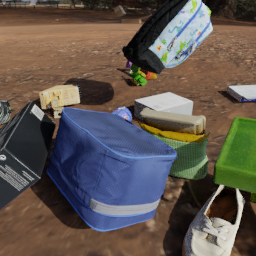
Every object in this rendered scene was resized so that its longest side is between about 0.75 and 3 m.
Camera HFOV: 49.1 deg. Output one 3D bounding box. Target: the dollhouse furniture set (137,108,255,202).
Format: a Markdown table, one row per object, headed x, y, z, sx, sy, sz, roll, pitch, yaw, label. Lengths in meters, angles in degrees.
| x | y | z | sx | sy | sz | roll | pitch | yaw | label |
| --- | --- | --- | --- | --- | --- | --- | --- | --- | --- |
| 1.441 | 0.850 | 5.977 | 2.997 | 1.963 | 1.504 | 10 | 44 | 26 | dollhouse furniture set |

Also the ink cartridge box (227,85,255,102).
| x | y | z | sx | sy | sz | roll | pitch | yaw | label |
| --- | --- | --- | --- | --- | --- | --- | --- | --- | --- |
| 5.583 | -1.463 | 12.344 | 1.766 | 0.359 | 1.769 | -3 | 26 | -6 | ink cartridge box |

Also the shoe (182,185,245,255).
| x | y | z | sx | sy | sz | roll | pitch | yaw | label |
| --- | --- | --- | --- | --- | --- | --- | --- | --- | --- |
| 1.666 | 1.724 | 5.303 | 0.830 | 0.634 | 2.375 | 14 | 29 | 28 | shoe |

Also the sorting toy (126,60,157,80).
| x | y | z | sx | sy | sz | roll | pitch | yaw | label |
| --- | --- | --- | --- | --- | --- | --- | --- | --- | --- |
| 0.803 | -3.256 | 15.890 | 0.932 | 0.939 | 2.707 | 13 | 19 | -31 | sorting toy |

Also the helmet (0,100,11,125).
| x | y | z | sx | sy | sz | roll | pitch | yaw | label |
| --- | --- | --- | --- | --- | --- | --- | --- | --- | --- |
| -4.583 | -0.534 | 9.776 | 0.931 | 0.887 | 0.931 | 3 | 5 | 0 | helmet |

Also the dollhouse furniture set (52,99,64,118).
| x | y | z | sx | sy | sz | roll | pitch | yaw | label |
| --- | --- | --- | --- | --- | --- | --- | --- | --- | --- |
| -2.635 | -0.857 | 10.665 | 0.443 | 0.705 | 0.797 | -8 | 26 | -16 | dollhouse furniture set |

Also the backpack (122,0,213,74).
| x | y | z | sx | sy | sz | roll | pitch | yaw | label |
| --- | --- | --- | --- | --- | --- | --- | --- | --- | --- |
| 1.443 | -3.229 | 9.581 | 2.233 | 2.905 | 2.370 | 27 | 7 | -19 | backpack |

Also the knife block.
| x | y | z | sx | sy | sz | roll | pitch | yaw | label |
| --- | --- | --- | --- | --- | --- | --- | --- | --- | --- |
| -2.869 | -1.407 | 11.744 | 2.091 | 0.669 | 1.835 | -15 | 19 | -31 | knife block |

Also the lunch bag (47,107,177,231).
| x | y | z | sx | sy | sz | roll | pitch | yaw | label |
| --- | --- | --- | --- | --- | --- | --- | --- | --- | --- |
| -0.534 | 0.783 | 5.922 | 1.815 | 1.768 | 2.672 | 6 | 19 | -40 | lunch bag |

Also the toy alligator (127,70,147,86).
| x | y | z | sx | sy | sz | roll | pitch | yaw | label |
| --- | --- | --- | --- | --- | --- | --- | --- | --- | --- |
| 0.531 | -2.584 | 14.544 | 0.598 | 0.654 | 2.204 | 37 | 7 | -26 | toy alligator |

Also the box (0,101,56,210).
| x | y | z | sx | sy | sz | roll | pitch | yaw | label |
| --- | --- | --- | --- | --- | --- | --- | --- | --- | --- |
| -2.686 | 0.635 | 6.298 | 1.747 | 0.976 | 2.475 | -35 | 24 | 11 | box |

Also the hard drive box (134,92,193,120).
| x | y | z | sx | sy | sz | roll | pitch | yaw | label |
| --- | --- | --- | --- | --- | --- | --- | --- | --- | --- |
| 1.311 | -0.723 | 10.421 | 1.736 | 0.667 | 1.353 | -16 | 30 | -30 | hard drive box |

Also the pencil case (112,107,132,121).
| x | y | z | sx | sy | sz | roll | pitch | yaw | label |
| --- | --- | --- | --- | --- | --- | --- | --- | --- | --- |
| -0.481 | -0.223 | 9.357 | 0.624 | 0.694 | 1.598 | 22 | 33 | 24 | pencil case |
